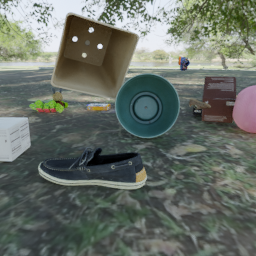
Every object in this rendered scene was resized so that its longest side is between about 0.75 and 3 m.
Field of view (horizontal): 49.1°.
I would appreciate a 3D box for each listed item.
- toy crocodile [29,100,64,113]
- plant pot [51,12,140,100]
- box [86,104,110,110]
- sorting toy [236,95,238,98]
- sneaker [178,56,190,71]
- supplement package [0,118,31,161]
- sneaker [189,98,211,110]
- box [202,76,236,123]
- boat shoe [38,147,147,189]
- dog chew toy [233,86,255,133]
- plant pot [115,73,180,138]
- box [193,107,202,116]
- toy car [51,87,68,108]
[{"bbox_3d":[-4.227,-1.065,14.548,1.871,0.578,0.632,2,-25,11],"label":"toy crocodile"},{"bbox_3d":[-1.406,-2.909,10.621,2.559,2.562,2.268,10,28,-21],"label":"plant pot"},{"bbox_3d":[-1.655,-1.156,15.365,1.252,0.260,0.745,0,15,10],"label":"box"},{"bbox_3d":[5.777,-1.682,15.670,1.669,0.332,2.258,0,13,-30],"label":"sorting toy"},{"bbox_3d":[2.789,-3.105,13.696,0.500,0.480,1.275,9,-4,21],"label":"sneaker"},{"bbox_3d":[-4.212,0.310,8.658,1.838,1.019,1.431,0,15,3],"label":"supplement package"},{"bbox_3d":[2.406,-0.737,9.468,0.800,0.302,0.282,18,-7,-12],"label":"sneaker"},{"bbox_3d":[4.095,-1.306,12.647,1.387,1.373,1.672,5,46,17],"label":"box"},{"bbox_3d":[-0.902,0.905,6.911,2.748,0.855,1.025,2,18,13],"label":"boat shoe"},{"bbox_3d":[5.625,-0.545,10.594,2.995,1.865,1.865,16,22,27],"label":"dog chew toy"},{"bbox_3d":[0.716,-0.823,10.836,2.336,2.336,1.565,0,1,2],"label":"plant pot"},{"bbox_3d":[4.295,-0.902,14.040,1.893,0.465,1.526,6,14,21],"label":"box"},{"bbox_3d":[-3.923,-1.668,15.437,0.966,1.176,0.928,-12,20,-36],"label":"toy car"}]
